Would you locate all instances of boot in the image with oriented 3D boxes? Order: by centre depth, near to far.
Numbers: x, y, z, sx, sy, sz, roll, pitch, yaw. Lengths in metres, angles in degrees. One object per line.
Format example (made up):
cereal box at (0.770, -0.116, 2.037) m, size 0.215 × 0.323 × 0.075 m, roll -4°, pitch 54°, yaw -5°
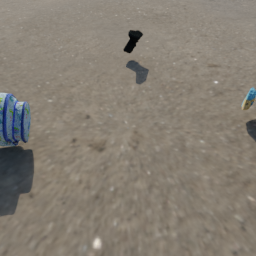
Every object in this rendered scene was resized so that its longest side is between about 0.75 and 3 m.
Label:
boot at (0.125, -3.642, 11.892) m, size 0.443 × 0.981 × 1.197 m, roll 42°, pitch 30°, yaw 4°

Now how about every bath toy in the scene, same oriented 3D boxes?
bath toy at (4.739, -0.532, 8.360) m, size 2.434 × 0.899 × 1.058 m, roll 20°, pitch 65°, yaw 14°

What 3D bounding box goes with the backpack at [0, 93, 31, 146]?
backpack at (-3.173, -0.233, 7.370) m, size 1.101 × 1.498 × 1.371 m, roll 1°, pitch 80°, yaw -7°
